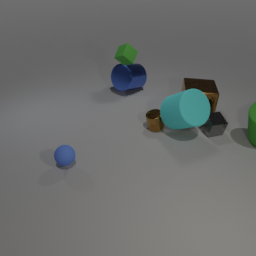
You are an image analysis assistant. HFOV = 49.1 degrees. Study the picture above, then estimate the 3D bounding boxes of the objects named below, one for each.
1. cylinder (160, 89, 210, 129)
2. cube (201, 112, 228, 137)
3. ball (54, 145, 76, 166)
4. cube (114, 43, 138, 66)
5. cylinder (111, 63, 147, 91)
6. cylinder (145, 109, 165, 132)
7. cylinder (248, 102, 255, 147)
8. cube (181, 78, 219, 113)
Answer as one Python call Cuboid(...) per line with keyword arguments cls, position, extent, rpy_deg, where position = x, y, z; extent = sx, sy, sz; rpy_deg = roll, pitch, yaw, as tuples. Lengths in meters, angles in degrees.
Cuboid(cls="cylinder", position=(2.179, -0.692, 10.811), extent=(1.400, 1.400, 1.400), rpy_deg=(-16, 2, -25))
Cuboid(cls="cube", position=(3.458, -0.143, 11.276), extent=(0.700, 0.700, 0.700), rpy_deg=(-9, 48, -15))
Cuboid(cls="ball", position=(-2.106, 0.910, 9.341), extent=(0.700, 0.700, 0.700), rpy_deg=(0, 30, 0))
Cuboid(cls="cube", position=(-0.090, -3.478, 13.272), extent=(0.700, 0.700, 0.700), rpy_deg=(30, -17, -37))
Cuboid(cls="cylinder", position=(0.050, -2.718, 14.895), extent=(1.400, 1.400, 1.400), rpy_deg=(23, 24, 34))
Cuboid(cls="cylinder", position=(1.125, -0.311, 11.593), extent=(0.700, 0.700, 0.700), rpy_deg=(-10, 36, 7))
Cuboid(cls="cylinder", position=(5.166, -0.132, 10.278), extent=(1.400, 1.400, 1.400), rpy_deg=(-11, 48, 12))
Cuboid(cls="cube", position=(3.123, -1.278, 12.496), extent=(1.400, 1.400, 1.400), rpy_deg=(5, 35, 3))
